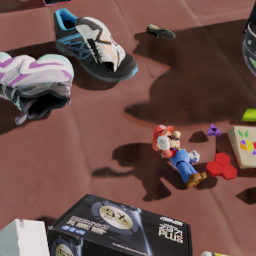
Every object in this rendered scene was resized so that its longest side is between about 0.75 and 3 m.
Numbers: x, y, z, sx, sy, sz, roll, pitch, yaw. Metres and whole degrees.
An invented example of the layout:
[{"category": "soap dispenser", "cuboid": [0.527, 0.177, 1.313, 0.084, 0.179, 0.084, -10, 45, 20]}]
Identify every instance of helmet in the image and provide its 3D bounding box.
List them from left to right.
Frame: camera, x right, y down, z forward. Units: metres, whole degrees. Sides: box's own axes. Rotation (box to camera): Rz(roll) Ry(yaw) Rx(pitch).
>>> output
[{"category": "helmet", "cuboid": [4.135, -2.056, 7.175, 2.208, 2.105, 2.208, 16, 62, -32]}]

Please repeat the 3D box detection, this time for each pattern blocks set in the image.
[{"category": "pattern blocks set", "cuboid": [3.145, 0.462, 6.535, 2.625, 0.213, 2.307, 10, 52, 6]}]

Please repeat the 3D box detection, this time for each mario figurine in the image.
[{"category": "mario figurine", "cuboid": [1.143, 0.495, 6.146, 0.808, 0.941, 1.525, -32, 67, -10]}]

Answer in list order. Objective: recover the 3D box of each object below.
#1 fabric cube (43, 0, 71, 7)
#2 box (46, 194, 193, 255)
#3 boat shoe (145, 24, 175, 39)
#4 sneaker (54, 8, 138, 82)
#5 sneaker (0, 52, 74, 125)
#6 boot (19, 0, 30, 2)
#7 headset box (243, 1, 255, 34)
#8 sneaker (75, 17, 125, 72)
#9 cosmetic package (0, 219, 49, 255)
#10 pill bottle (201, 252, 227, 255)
[{"category": "fabric cube", "cuboid": [-2.679, -5.109, 9.961, 0.996, 0.977, 0.993, -18, 58, -13]}, {"category": "box", "cuboid": [-0.072, 1.980, 4.551, 2.085, 1.707, 0.898, 14, 95, 10]}, {"category": "boat shoe", "cuboid": [1.017, -2.988, 8.918, 0.976, 0.357, 0.316, 24, 70, 19]}, {"category": "sneaker", "cuboid": [-1.029, -2.315, 7.896, 2.962, 1.213, 1.085, 30, 61, 19]}, {"category": "sneaker", "cuboid": [-2.817, -0.880, 6.961, 2.873, 1.117, 2.010, -6, 55, -4]}, {"category": "boot", "cuboid": [-3.654, -6.319, 9.990, 1.124, 2.275, 2.930, 11, 56, 9]}, {"category": "headset box", "cuboid": [4.851, -3.721, 8.196, 2.008, 2.306, 1.070, 24, 59, 15]}, {"category": "sneaker", "cuboid": [-0.593, -1.751, 5.983, 0.535, 1.450, 0.580, 3, 66, 41]}, {"category": "cosmetic package", "cuboid": [-1.583, 1.750, 3.613, 1.169, 0.474, 0.659, -36, 52, 18]}, {"category": "pill bottle", "cuboid": [2.005, 2.662, 4.668, 1.577, 0.878, 0.878, 8, 56, 7]}]
